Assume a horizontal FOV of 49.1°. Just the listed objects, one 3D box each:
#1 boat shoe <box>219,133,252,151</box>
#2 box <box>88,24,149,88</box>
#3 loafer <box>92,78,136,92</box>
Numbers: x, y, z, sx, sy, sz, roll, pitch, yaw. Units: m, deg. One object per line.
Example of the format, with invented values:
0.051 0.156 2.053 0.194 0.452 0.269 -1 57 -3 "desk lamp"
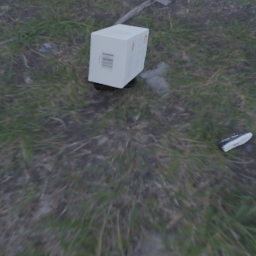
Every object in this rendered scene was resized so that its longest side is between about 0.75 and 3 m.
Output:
2.902 0.305 7.583 0.947 0.340 0.321 -25 54 -10 "boat shoe"
-0.218 -2.138 8.042 1.015 1.295 2.082 15 29 13 "box"
-0.435 -1.424 8.840 1.370 0.489 0.500 -2 69 -6 "loafer"
